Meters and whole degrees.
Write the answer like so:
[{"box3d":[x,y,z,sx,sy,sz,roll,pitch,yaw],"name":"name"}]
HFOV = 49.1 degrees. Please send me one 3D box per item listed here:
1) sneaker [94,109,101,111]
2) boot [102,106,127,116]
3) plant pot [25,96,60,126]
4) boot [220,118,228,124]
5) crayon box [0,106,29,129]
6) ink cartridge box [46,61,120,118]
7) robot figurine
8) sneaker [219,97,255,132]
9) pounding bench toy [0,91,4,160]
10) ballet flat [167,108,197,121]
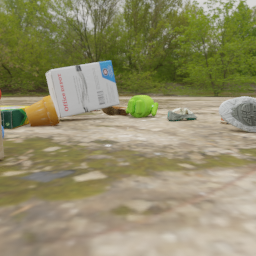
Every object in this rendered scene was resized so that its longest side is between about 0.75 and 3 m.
[{"box3d":[-2.111,-1.344,17.417,0.542,0.572,1.391,4,8,24],"name":"sneaker"},{"box3d":[-0.574,-0.974,14.873,1.417,0.544,1.100,3,8,18],"name":"boot"},{"box3d":[-3.197,-0.534,10.361,1.007,1.100,1.100,-19,14,-17],"name":"plant pot"},{"box3d":[4.092,-0.417,10.758,0.421,0.601,1.121,-5,11,-44],"name":"boot"},{"box3d":[-4.701,-0.470,10.771,1.664,0.683,2.647,0,7,1],"name":"crayon box"},{"box3d":[-2.019,-1.740,12.531,2.816,2.036,1.186,-15,9,-26],"name":"ink cartridge box"},{"box3d":[0.663,-1.067,13.725,1.605,1.058,1.829,4,9,25],"name":"robot figurine"},{"box3d":[4.367,-0.364,9.402,2.852,1.111,1.417,9,1,0],"name":"sneaker"},{"box3d":[-4.021,-0.277,5.476,2.844,1.767,2.218,6,10,38],"name":"pounding bench toy"},{"box3d":[2.422,-0.605,12.237,1.710,0.545,0.576,-5,9,-34],"name":"ballet flat"}]
